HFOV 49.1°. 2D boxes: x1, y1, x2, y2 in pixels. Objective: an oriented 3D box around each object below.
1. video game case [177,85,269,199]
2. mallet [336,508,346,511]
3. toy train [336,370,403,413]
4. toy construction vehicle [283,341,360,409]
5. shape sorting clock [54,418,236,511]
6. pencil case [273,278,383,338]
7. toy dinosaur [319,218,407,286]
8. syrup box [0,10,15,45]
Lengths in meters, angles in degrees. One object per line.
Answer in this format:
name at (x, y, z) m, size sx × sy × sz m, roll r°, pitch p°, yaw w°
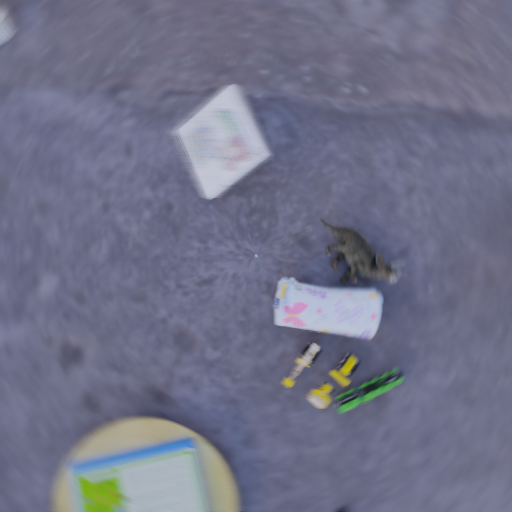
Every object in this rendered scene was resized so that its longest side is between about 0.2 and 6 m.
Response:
video game case at (-0.628, -2.014, 9.961) m, size 1.398 × 0.182 × 1.536 m, roll -34°, pitch 70°, yaw 26°
mallet at (1.933, 5.427, 9.686) m, size 0.692 × 0.432 × 2.101 m, roll -39°, pitch 80°, yaw 0°
toy train at (2.017, 2.412, 9.930) m, size 1.303 × 0.367 × 0.272 m, roll -23°, pitch 51°, yaw -4°
toy construction vehicle at (1.149, 2.083, 9.969) m, size 0.981 × 0.397 × 1.127 m, roll 36°, pitch 68°, yaw 6°
shape sorting clock at (-1.897, 4.353, 9.638) m, size 3.111 × 0.610 × 3.111 m, roll 0°, pitch 85°, yaw 0°
pencil case at (1.244, 0.923, 9.935) m, size 1.904 × 0.792 × 0.864 m, roll 9°, pitch 84°, yaw 1°
toy dinosaur at (1.795, -0.040, 10.212) m, size 0.891 × 0.671 × 1.743 m, roll -37°, pitch 78°, yaw -17°
syrup box at (-5.456, -4.162, 10.588) m, size 1.520 × 0.598 × 0.619 m, roll -30°, pitch 85°, yaw -3°
